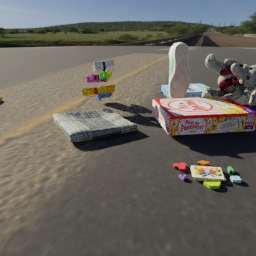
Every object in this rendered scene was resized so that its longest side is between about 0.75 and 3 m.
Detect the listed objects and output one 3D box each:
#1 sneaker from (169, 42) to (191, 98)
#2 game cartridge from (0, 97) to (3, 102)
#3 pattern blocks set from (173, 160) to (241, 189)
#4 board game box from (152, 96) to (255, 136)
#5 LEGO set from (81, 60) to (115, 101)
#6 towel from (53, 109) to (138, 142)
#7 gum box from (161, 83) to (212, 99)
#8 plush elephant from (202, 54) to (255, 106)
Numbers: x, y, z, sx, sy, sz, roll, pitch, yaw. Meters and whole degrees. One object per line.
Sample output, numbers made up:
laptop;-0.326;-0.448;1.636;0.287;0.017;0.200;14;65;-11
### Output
sneaker;1.993;-2.291;11.086;0.798;2.168;1.279;2;22;-1
game cartridge;-5.816;-1.086;11.517;0.932;0.172;1.058;-2;19;-4
pattern blocks set;1.683;0.957;5.978;1.254;0.102;1.102;-2;20;-6
board game box;2.330;-0.447;9.048;2.701;0.625;2.046;-3;21;-9
LEGO set;-1.240;-1.696;10.899;1.219;1.133;2.972;-8;0;-9
towel;-1.105;-0.222;8.812;2.173;0.390;2.257;-10;22;-26
gum box;2.663;-1.609;12.542;1.986;0.443;1.688;-3;20;-8
plush elephant;4.368;-1.911;10.916;2.530;2.084;1.959;19;-15;-7
